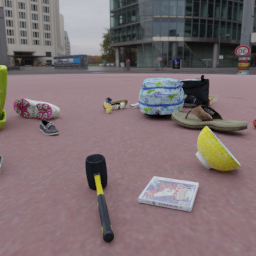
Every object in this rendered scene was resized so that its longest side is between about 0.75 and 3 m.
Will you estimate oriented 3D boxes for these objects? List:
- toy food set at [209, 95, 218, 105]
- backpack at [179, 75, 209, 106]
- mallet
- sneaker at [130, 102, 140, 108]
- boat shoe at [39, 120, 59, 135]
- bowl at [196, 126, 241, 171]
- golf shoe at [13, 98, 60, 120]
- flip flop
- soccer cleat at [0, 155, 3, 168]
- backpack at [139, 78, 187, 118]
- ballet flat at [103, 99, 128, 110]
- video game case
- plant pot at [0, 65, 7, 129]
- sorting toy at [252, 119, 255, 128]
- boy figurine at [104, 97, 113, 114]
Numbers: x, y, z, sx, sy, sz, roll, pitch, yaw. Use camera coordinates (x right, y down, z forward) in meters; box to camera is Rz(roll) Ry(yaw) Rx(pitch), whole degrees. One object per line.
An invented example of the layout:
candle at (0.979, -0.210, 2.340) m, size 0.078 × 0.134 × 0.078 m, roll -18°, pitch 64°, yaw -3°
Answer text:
toy food set at (4.389, -1.785, 16.554) m, size 1.375 × 0.579 × 1.916 m, roll 8°, pitch 17°, yaw 30°
backpack at (3.312, -1.862, 15.199) m, size 2.073 × 1.730 × 1.312 m, roll 1°, pitch -9°, yaw 13°
mallet at (-0.475, 1.265, 4.946) m, size 0.426 × 0.682 × 2.071 m, roll -7°, pitch 30°, yaw -9°
sneaker at (0.515, -1.227, 14.871) m, size 0.836 × 0.335 × 0.308 m, roll 0°, pitch 15°, yaw 8°
boat shoe at (-2.825, -0.030, 9.929) m, size 0.443 × 0.382 × 1.218 m, roll -11°, pitch 18°, yaw -37°
bowl at (1.994, 0.598, 6.601) m, size 0.639 × 1.188 × 1.188 m, roll -41°, pitch 7°, yaw 13°
golf shoe at (-4.075, -0.822, 12.524) m, size 2.268 × 0.854 × 1.038 m, roll 14°, pitch 9°, yaw 23°
flip flop at (2.929, -0.415, 10.273) m, size 2.824 × 0.813 × 1.145 m, roll 10°, pitch 19°, yaw 43°
soccer cleat at (-3.439, 0.691, 6.756) m, size 0.759 × 0.611 × 1.781 m, roll 4°, pitch 14°, yaw -26°
backpack at (1.482, -1.416, 12.765) m, size 2.342 × 2.207 × 2.871 m, roll 6°, pitch 31°, yaw 11°
ballet flat at (-0.566, -1.148, 14.412) m, size 1.458 × 0.494 × 0.527 m, roll -8°, pitch 37°, yaw -29°
video game case at (0.813, 1.233, 5.404) m, size 0.958 × 0.121 × 1.052 m, roll 5°, pitch 15°, yaw 20°
plant pot at (-5.739, -1.116, 10.336) m, size 2.521 × 2.299 × 2.534 m, roll -5°, pitch 15°, yaw -23°
sorting toy at (5.018, -0.062, 10.366) m, size 0.482 × 0.329 × 0.802 m, roll -28°, pitch 39°, yaw -31°
boy figurine at (-0.948, -1.071, 13.458) m, size 0.282 × 0.544 × 0.875 m, roll -31°, pitch 41°, yaw 30°
